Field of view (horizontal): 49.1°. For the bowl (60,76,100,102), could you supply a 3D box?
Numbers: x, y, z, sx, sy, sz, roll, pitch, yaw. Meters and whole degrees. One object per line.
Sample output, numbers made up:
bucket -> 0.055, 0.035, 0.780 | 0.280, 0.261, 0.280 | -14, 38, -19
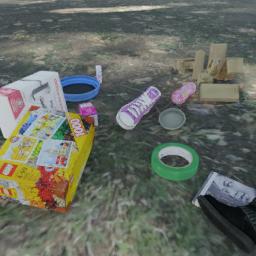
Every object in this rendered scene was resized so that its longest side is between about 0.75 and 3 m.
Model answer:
bowl -> -2.457, -1.918, 13.561 | 2.182, 0.428, 2.182 | 0, 34, 0

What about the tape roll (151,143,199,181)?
tape roll -> 1.520, 1.060, 9.105 | 1.511, 0.363, 1.511 | 0, 34, 0

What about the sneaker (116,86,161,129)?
sneaker -> 0.494, -0.949, 10.999 | 0.881, 1.387, 2.432 | 43, 41, 0

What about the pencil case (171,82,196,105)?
pencil case -> 2.589, -1.605, 12.936 | 0.658, 0.658, 1.505 | 21, 39, 28

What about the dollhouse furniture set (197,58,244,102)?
dollhouse furniture set -> 4.434, -2.029, 13.769 | 2.084, 1.785, 2.191 | 2, 68, 3

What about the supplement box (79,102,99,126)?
supplement box -> -1.606, -0.548, 11.371 | 0.556, 0.544, 1.075 | -12, 35, -17

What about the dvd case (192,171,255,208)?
dvd case -> 2.998, 2.039, 7.805 | 1.980, 0.158, 1.472 | 21, 39, 29

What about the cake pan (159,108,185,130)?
cake pan -> 1.746, -0.329, 11.081 | 1.032, 0.189, 1.032 | -6, 53, 8

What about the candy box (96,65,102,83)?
candy box -> -1.510, -2.797, 14.592 | 0.271, 0.757, 0.635 | -3, 34, -6

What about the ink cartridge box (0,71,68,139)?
ink cartridge box -> -3.610, -0.894, 10.594 | 1.071, 1.839, 2.526 | 9, 32, 28

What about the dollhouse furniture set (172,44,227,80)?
dollhouse furniture set -> 3.793, -3.975, 15.391 | 2.144, 1.837, 2.255 | -5, 34, -7

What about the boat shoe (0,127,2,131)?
boat shoe -> -4.834, -1.046, 11.622 | 1.122, 1.095, 2.965 | -9, 34, -13

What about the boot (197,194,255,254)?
boot -> 2.798, 2.059, 7.048 | 1.357, 0.683, 1.814 | -35, 54, -17

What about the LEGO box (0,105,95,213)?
LEGO box -> -2.384, 0.789, 8.255 | 2.160, 1.119, 2.901 | 11, 43, 3
